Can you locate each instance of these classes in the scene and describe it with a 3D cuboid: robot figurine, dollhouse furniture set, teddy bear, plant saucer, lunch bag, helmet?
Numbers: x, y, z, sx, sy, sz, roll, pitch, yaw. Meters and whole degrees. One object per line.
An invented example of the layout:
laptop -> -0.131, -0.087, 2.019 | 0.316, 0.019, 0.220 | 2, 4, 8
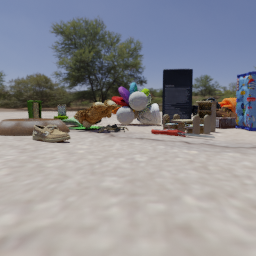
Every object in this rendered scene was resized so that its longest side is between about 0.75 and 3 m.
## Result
robot figurine -> 5.835, -0.916, 14.878 | 2.331, 1.359, 1.676 | -3, -12, -20
dollhouse furniture set -> -2.990, -0.670, 12.509 | 2.968, 1.146, 1.483 | 1, 4, 20
teddy bear -> -1.197, -0.476, 10.172 | 1.930, 0.644, 1.399 | -23, -5, 30
plant saucer -> -3.241, -0.075, 9.432 | 2.538, 0.464, 2.538 | 1, 5, 0
dollhouse furniture set -> 2.178, -0.382, 9.383 | 1.587, 1.054, 1.391 | -3, 5, -35
lunch bag -> 5.619, -0.987, 10.423 | 2.794, 2.104, 1.314 | 0, 5, -2
helmet -> 3.882, -0.833, 13.998 | 1.265, 1.327, 1.327 | -44, 8, -2

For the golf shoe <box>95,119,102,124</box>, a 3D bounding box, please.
golf shoe -> -2.043, -0.462, 13.900 | 1.464, 0.569, 0.692 | 0, 4, -12

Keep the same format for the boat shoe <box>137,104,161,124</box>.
boat shoe -> 0.948, -0.646, 14.045 | 0.974, 1.024, 2.844 | -14, 8, -6

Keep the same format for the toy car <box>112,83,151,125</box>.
toy car -> 0.056, -1.278, 13.622 | 1.593, 2.124, 1.859 | 43, 19, 2

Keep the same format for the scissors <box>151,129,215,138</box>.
scissors -> 1.468, 0.186, 8.157 | 0.888, 0.169, 2.429 | 1, 5, -19

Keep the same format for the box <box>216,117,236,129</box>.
box -> 3.980, -0.213, 11.392 | 1.190, 0.446, 0.596 | 0, 4, -28

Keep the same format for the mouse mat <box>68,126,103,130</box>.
mouse mat -> -1.687, -0.015, 11.277 | 1.442, 0.067, 1.792 | 1, 4, 19

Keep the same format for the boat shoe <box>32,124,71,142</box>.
boat shoe -> -1.950, 0.118, 6.989 | 1.273, 0.411, 0.454 | 3, 5, 33

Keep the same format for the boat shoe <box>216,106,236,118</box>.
boat shoe -> 4.302, -0.554, 12.566 | 2.437, 0.823, 0.877 | 10, 12, 33

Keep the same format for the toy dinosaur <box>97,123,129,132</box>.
toy dinosaur -> -0.402, 0.007, 9.582 | 1.244, 0.295, 0.548 | 2, -4, -28

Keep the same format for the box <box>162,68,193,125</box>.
box -> 2.424, -1.483, 13.755 | 1.399, 2.612, 1.939 | 1, 5, 11
